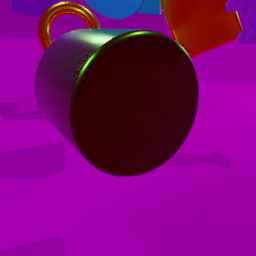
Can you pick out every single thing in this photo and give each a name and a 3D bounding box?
[{"bbox_3d":[0.063,-2.995,4.860,1.582,1.582,1.588,14,49,35],"label":"cone"},{"bbox_3d":[-2.600,-3.979,8.032,1.144,1.144,1.144,11,48,-10],"label":"cube"},{"bbox_3d":[0.867,-5.081,10.458,1.294,1.294,1.294,16,41,26],"label":"cube"},{"bbox_3d":[1.657,-2.470,6.592,1.398,1.398,1.398,-20,8,11],"label":"cube"},{"bbox_3d":[2.536,-1.940,4.780,1.351,1.373,0.753,-27,15,7],"label":"cow figurine"},{"bbox_3d":[-1.585,-2.593,7.665,1.725,1.725,0.345,-4,0,-11],"label":"ring"},{"bbox_3d":[-0.137,-0.267,2.276,1.012,1.012,1.012,-11,22,-28],"label":"cylinder"}]
